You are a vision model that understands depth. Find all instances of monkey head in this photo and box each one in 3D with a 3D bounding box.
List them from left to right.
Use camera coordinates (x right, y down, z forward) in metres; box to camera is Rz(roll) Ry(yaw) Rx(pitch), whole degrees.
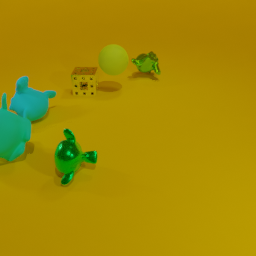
[{"bbox_3d":[-2.908,0.088,6.478,1.069,1.774,1.276,25,5,-33],"label":"monkey head"},{"bbox_3d":[-2.788,-0.823,8.080,1.005,1.200,1.669,29,46,3],"label":"monkey head"},{"bbox_3d":[-1.131,0.617,6.007,0.848,1.178,0.710,0,-6,13],"label":"monkey head"},{"bbox_3d":[0.803,-2.494,11.296,0.913,1.090,1.515,-26,-17,26],"label":"monkey head"}]

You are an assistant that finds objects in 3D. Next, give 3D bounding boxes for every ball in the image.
[{"bbox_3d":[-0.502,-2.338,9.656,1.045,1.045,1.045,0,30,0],"label":"ball"}]

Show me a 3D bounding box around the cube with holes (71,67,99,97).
[{"bbox_3d":[-1.508,-1.646,9.972,0.821,0.821,0.821,1,30,1],"label":"cube with holes"}]
